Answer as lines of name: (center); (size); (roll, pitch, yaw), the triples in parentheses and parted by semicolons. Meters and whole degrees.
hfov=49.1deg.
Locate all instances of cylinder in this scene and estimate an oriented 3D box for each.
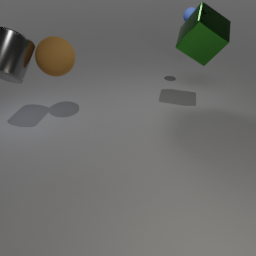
cylinder: (-4.013, -2.393, 9.354); (1.400, 1.400, 1.400); (16, -8, 2)

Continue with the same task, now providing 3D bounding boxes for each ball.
ball: (2.813, -4.978, 12.438); (0.700, 0.700, 0.700); (0, 32, 0)
ball: (-2.605, -2.559, 10.053); (1.400, 1.400, 1.400); (0, 32, 0)

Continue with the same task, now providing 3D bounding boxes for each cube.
cube: (2.851, -3.539, 10.618); (1.400, 1.400, 1.400); (28, 52, -13)
